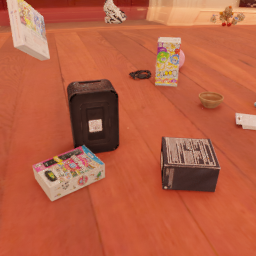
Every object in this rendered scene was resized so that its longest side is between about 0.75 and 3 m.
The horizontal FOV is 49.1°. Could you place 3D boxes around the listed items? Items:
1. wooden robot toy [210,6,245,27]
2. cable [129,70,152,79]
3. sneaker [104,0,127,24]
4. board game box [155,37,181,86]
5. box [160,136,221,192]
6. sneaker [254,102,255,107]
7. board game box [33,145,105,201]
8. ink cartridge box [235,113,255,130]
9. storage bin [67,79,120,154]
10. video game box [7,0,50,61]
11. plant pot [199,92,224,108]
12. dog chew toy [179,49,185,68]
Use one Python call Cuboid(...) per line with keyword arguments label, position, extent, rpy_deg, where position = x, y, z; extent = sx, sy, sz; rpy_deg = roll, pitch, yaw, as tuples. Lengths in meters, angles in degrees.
Cuboid(label="wooden robot toy", position=(3.835, -4.275, 10.582), extent=(1.421, 0.645, 0.626), rpy_deg=(-2, 60, -9))
Cuboid(label="cable", position=(0.712, -3.048, 15.967), extent=(1.304, 0.331, 1.064), rpy_deg=(-19, 30, -26))
Cuboid(label="sneaker", position=(-0.339, -3.416, 8.199), extent=(0.668, 1.027, 0.410), rpy_deg=(12, 67, 1))
Cuboid(label="board game box", position=(2.078, -3.464, 14.650), extent=(1.162, 2.257, 1.184), rpy_deg=(4, 30, 7))
Cuboid(label="box", position=(1.720, 1.024, 8.128), extent=(1.492, 0.927, 1.504), rpy_deg=(2, 30, 4))
Cuboid(label="sneaker", position=(5.705, -0.905, 12.163), extent=(0.496, 0.302, 0.760), rpy_deg=(-17, 30, -25))
Cuboid(label="board game box", position=(-1.705, 1.252, 8.143), extent=(1.692, 0.544, 1.248), rpy_deg=(-20, 36, -32))
Cuboid(label="ink cartridge box", position=(4.778, -0.253, 11.104), extent=(0.995, 0.215, 0.977), rpy_deg=(7, 30, 16))
Cuboid(label="storage bin", position=(-1.135, -0.354, 9.231), extent=(1.513, 2.238, 1.049), rpy_deg=(-8, 30, -13))
Cuboid(label="video game box", position=(-2.803, -2.783, 7.993), extent=(0.352, 1.369, 1.502), rpy_deg=(-8, -2, 10))
Cuboid(label="plant pot", position=(3.673, -1.202, 12.482), extent=(1.064, 0.491, 1.064), rpy_deg=(0, 31, 0))
Cuboid(label="dog chew toy", position=(2.893, -4.356, 17.318), extent=(1.334, 1.334, 2.143), rpy_deg=(9, 22, 15))
